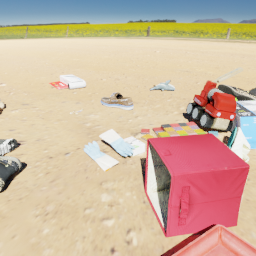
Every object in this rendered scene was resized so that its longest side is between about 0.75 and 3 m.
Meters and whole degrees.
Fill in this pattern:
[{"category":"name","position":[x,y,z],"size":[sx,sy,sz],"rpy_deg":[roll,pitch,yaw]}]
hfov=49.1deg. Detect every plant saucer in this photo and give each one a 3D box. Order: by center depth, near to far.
[{"category":"plant saucer","position":[1.688,2.788,4.463],"size":[2.283,0.420,2.288],"rpy_deg":[-17,28,-34]}]

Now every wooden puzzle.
[{"category":"wooden puzzle","position":[2.000,0.245,10.628],"size":[2.985,0.210,1.770],"rpy_deg":[-5,24,-12]}]

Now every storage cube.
[{"category":"storage cube","position":[1.463,1.215,6.545],"size":[1.740,1.655,1.936],"rpy_deg":[-4,24,-11]}]

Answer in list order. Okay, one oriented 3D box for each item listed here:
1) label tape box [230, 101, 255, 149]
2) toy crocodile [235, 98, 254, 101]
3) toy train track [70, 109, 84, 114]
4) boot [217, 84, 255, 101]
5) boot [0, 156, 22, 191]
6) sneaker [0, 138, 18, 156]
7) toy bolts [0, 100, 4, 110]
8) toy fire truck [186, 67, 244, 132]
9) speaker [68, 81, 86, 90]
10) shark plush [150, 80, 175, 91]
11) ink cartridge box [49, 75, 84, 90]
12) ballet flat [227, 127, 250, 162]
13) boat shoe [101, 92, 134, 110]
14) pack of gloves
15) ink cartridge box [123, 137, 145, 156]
[{"category":"label tape box","position":[5.046,-0.242,10.901],"size":[2.039,0.895,2.827],"rpy_deg":[-3,23,-6]},{"category":"toy crocodile","position":[5.289,-0.905,12.864],"size":[2.275,0.703,0.768],"rpy_deg":[10,24,10]},{"category":"toy train track","position":[-2.403,-0.808,13.195],"size":[0.459,0.130,0.801],"rpy_deg":[19,29,36]},{"category":"boot","position":[5.985,-1.723,14.350],"size":[1.819,0.884,2.416],"rpy_deg":[-15,31,-29]},{"category":"boot","position":[-3.977,1.269,7.793],"size":[1.642,0.593,1.240],"rpy_deg":[1,26,4]},{"category":"sneaker","position":[-4.404,0.724,9.205],"size":[0.692,0.508,1.529],"rpy_deg":[6,20,20]},{"category":"toy bolts","position":[-6.472,-0.962,13.075],"size":[1.343,0.975,1.406],"rpy_deg":[-35,24,23]},{"category":"toy fire truck","position":[3.682,-1.290,11.137],"size":[1.557,2.421,2.131],"rpy_deg":[9,21,-15]},{"category":"speaker","position":[-3.115,-2.600,17.000],"size":[1.051,0.427,0.427],"rpy_deg":[-12,26,-25]},{"category":"shark plush","position":[2.026,-2.417,16.543],"size":[1.461,0.664,0.609],"rpy_deg":[1,53,-10]},{"category":"ink cartridge box","position":[-3.958,-2.953,17.812],"size":[1.700,0.431,1.930],"rpy_deg":[-13,26,-31]},{"category":"ballet flat","position":[3.506,0.755,8.970],"size":[0.802,0.802,2.310],"rpy_deg":[11,30,24]},{"category":"boat shoe","position":[-0.540,-1.406,13.875],"size":[1.881,0.681,0.680],"rpy_deg":[12,26,27]},{"category":"pack of gloves","position":[-0.619,0.764,9.259],"size":[1.331,0.313,1.584],"rpy_deg":[-28,41,-25]},{"category":"ink cartridge box","position":[0.144,0.621,9.618],"size":[0.554,0.320,0.762],"rpy_deg":[-17,28,-34]}]
